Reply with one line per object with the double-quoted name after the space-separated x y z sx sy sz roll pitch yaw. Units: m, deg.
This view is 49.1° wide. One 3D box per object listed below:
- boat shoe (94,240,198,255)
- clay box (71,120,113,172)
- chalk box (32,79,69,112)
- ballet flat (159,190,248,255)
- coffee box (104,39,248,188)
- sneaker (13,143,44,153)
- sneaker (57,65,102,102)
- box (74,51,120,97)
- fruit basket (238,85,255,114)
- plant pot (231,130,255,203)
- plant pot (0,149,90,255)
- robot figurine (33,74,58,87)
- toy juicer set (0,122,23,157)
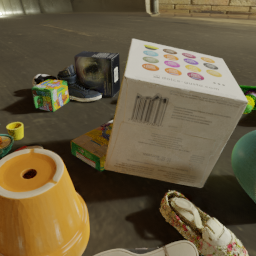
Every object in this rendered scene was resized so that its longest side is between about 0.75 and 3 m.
0.268 2.697 5.411 2.222 0.633 0.743 -8 52 -6 "boat shoe"
-0.537 0.434 9.425 1.394 0.577 2.426 26 36 33 "clay box"
-3.504 -1.404 12.392 1.023 1.030 1.651 10 31 19 "chalk box"
1.558 2.146 6.138 0.864 0.730 2.286 -31 40 -32 "ballet flat"
1.107 -0.503 8.060 2.876 2.881 2.849 12 34 -3 "coffee box"
-3.032 1.347 7.565 1.296 0.807 2.418 24 40 35 "sneaker"
-2.311 -2.099 13.114 2.195 1.586 0.835 9 28 12 "sneaker"
-1.477 -2.648 13.732 1.914 1.929 1.189 8 30 16 "box"
5.053 -1.253 12.169 1.619 1.168 1.619 4 11 -1 "fruit basket"
3.678 0.936 7.157 2.060 2.060 1.653 -6 21 -11 "plant pot"
-1.885 1.578 5.655 2.136 1.956 2.136 2 35 -1 "plant pot"
-4.079 -2.245 14.055 1.426 1.071 0.890 11 50 19 "robot figurine"
-4.592 0.553 9.072 1.728 0.739 2.716 0 29 -1 "toy juicer set"
